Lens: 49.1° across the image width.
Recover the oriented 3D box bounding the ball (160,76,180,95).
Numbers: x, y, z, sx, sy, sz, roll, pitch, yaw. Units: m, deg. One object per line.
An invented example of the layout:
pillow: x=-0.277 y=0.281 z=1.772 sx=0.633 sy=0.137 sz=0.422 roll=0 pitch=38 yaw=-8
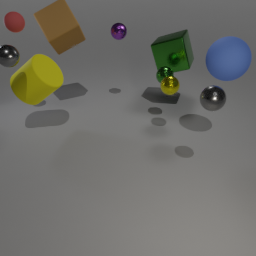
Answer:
ball: x=1.532 y=-1.550 z=10.218 sx=0.700 sy=0.700 sz=0.700 roll=0 pitch=30 yaw=0

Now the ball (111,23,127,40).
ball: x=-0.394 y=-4.118 z=11.939 sx=0.700 sy=0.700 sz=0.700 roll=0 pitch=30 yaw=0

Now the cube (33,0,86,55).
cube: x=-2.826 y=-4.226 z=11.771 sx=1.400 sy=1.400 sz=1.400 roll=-30 pitch=-7 yaw=-1

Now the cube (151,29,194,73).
cube: x=1.981 y=-3.309 z=12.272 sx=1.400 sy=1.400 sz=1.400 roll=-7 pitch=27 yaw=26

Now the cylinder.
cylinder: x=-3.383 y=-1.783 z=10.432 sx=1.400 sy=1.400 sz=1.400 roll=-30 pitch=18 yaw=28

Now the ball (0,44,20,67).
ball: x=-3.772 y=-2.261 z=8.805 sx=0.700 sy=0.700 sz=0.700 roll=0 pitch=30 yaw=0

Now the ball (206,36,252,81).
ball: x=3.232 y=-2.227 z=9.054 sx=1.400 sy=1.400 sz=1.400 roll=0 pitch=30 yaw=0

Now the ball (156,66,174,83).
ball: x=1.465 y=-2.086 z=11.116 sx=0.700 sy=0.700 sz=0.700 roll=0 pitch=30 yaw=0

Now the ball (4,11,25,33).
ball: x=-4.012 y=-3.743 z=9.901 sx=0.700 sy=0.700 sz=0.700 roll=0 pitch=30 yaw=0

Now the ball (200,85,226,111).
ball: x=2.316 y=-0.807 z=7.643 sx=0.700 sy=0.700 sz=0.700 roll=0 pitch=30 yaw=0
